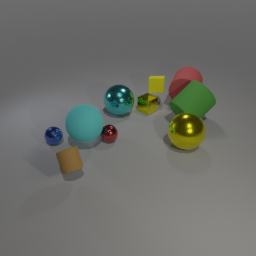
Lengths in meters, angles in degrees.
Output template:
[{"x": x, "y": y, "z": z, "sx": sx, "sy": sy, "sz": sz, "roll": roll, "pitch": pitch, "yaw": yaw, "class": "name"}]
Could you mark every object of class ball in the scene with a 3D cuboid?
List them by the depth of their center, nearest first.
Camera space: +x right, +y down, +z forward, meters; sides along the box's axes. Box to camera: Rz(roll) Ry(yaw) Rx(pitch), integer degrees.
[{"x": -1.614, "y": -0.175, "z": 10.371, "sx": 1.400, "sy": 1.400, "sz": 1.400, "roll": 0, "pitch": 32, "yaw": 0, "class": "ball"}, {"x": 2.181, "y": 0.116, "z": 10.430, "sx": 1.400, "sy": 1.400, "sz": 1.400, "roll": 0, "pitch": 32, "yaw": 0, "class": "ball"}, {"x": -2.874, "y": 0.288, "z": 10.819, "sx": 0.700, "sy": 0.700, "sz": 0.700, "roll": 0, "pitch": 32, "yaw": 0, "class": "ball"}, {"x": -0.743, "y": 0.211, "z": 10.974, "sx": 0.700, "sy": 0.700, "sz": 0.700, "roll": 0, "pitch": 32, "yaw": 0, "class": "ball"}, {"x": -0.409, "y": -1.272, "z": 12.714, "sx": 1.400, "sy": 1.400, "sz": 1.400, "roll": 0, "pitch": 32, "yaw": 0, "class": "ball"}]

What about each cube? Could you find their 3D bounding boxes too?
[{"x": 0.917, "y": -1.145, "z": 13.176, "sx": 0.700, "sy": 0.700, "sz": 0.700, "roll": 27, "pitch": 41, "yaw": 36, "class": "cube"}, {"x": 1.364, "y": -2.070, "z": 13.305, "sx": 0.700, "sy": 0.700, "sz": 0.700, "roll": 1, "pitch": 19, "yaw": 11, "class": "cube"}]

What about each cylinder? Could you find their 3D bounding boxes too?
[{"x": -1.848, "y": 1.010, "z": 8.875, "sx": 0.700, "sy": 0.700, "sz": 0.700, "roll": -18, "pitch": 2, "yaw": 1, "class": "cylinder"}, {"x": 2.726, "y": -1.034, "z": 11.850, "sx": 1.400, "sy": 1.400, "sz": 1.400, "roll": -44, "pitch": 43, "yaw": -5, "class": "cylinder"}, {"x": 2.773, "y": -2.029, "z": 13.385, "sx": 1.400, "sy": 1.400, "sz": 1.400, "roll": 11, "pitch": 37, "yaw": 17, "class": "cylinder"}]
